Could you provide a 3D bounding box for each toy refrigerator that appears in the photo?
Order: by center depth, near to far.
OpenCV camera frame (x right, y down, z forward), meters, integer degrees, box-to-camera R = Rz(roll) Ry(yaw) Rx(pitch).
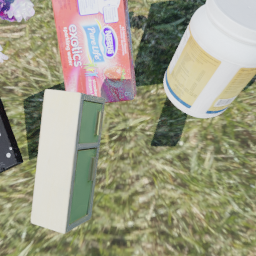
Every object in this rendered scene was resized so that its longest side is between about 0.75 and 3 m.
[{"bbox_3d":[-0.947,0.504,4.666,0.757,0.822,2.165,8,92,23],"label":"toy refrigerator"}]

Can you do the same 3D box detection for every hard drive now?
[{"bbox_3d":[-3.502,0.226,6.881,1.346,0.365,1.927,-25,82,7],"label":"hard drive"}]

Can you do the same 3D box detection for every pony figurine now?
[{"bbox_3d":[-2.855,-2.512,5.772,1.496,1.796,1.734,-40,58,21],"label":"pony figurine"}]

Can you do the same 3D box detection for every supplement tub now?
[{"bbox_3d":[1.734,-1.381,5.442,1.558,2.154,1.558,8,54,-11],"label":"supplement tub"}]

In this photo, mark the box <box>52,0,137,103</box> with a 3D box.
[{"bbox_3d":[-0.666,-2.056,6.242,1.492,1.377,2.909,-6,103,7],"label":"box"}]
